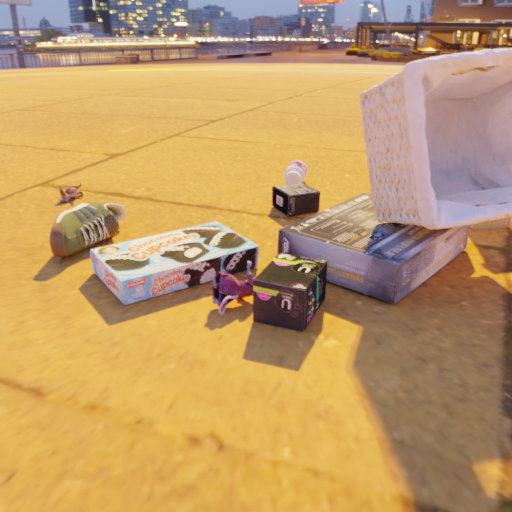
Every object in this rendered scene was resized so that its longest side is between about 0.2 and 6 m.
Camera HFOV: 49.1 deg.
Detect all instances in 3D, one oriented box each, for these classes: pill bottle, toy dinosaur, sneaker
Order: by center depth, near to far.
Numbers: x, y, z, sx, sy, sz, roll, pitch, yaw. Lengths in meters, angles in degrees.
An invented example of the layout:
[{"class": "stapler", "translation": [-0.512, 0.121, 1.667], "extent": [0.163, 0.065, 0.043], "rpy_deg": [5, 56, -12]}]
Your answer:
[{"class": "sneaker", "translation": [-3.310, -0.632, 11.350], "extent": [1.007, 0.752, 2.243], "rpy_deg": [-4, 21, 3]}, {"class": "toy dinosaur", "translation": [-4.682, -1.607, 14.098], "extent": [0.577, 0.366, 0.852], "rpy_deg": [-11, 20, -9]}, {"class": "pill bottle", "translation": [1.053, -2.184, 15.084], "extent": [0.570, 0.570, 1.016], "rpy_deg": [5, 25, 10]}]

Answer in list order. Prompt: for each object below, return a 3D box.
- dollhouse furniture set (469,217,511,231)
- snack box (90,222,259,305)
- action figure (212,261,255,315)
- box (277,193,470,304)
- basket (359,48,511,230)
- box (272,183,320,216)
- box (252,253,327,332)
[{"class": "dollhouse furniture set", "translation": [4.778, -1.734, 12.879], "extent": [2.185, 1.548, 2.379], "rpy_deg": [-6, 25, -15]}, {"class": "snack box", "translation": [-1.465, 0.051, 10.178], "extent": [2.645, 0.491, 1.537], "rpy_deg": [-15, 28, -31]}, {"class": "action figure", "translation": [-0.249, 0.514, 9.037], "extent": [0.916, 0.613, 0.682], "rpy_deg": [-1, 38, -25]}, {"class": "box", "translation": [2.288, -0.308, 10.647], "extent": [2.455, 0.749, 3.099], "rpy_deg": [19, 30, 35]}, {"class": "basket", "translation": [3.423, -1.902, 9.581], "extent": [2.611, 2.635, 2.119], "rpy_deg": [-11, 6, -14]}, {"class": "box", "translation": [0.936, -1.343, 13.244], "extent": [0.853, 0.530, 0.860], "rpy_deg": [-11, 26, -22]}, {"class": "box", "translation": [0.545, 0.536, 8.796], "extent": [0.869, 0.727, 1.170], "rpy_deg": [10, 26, 21]}]
